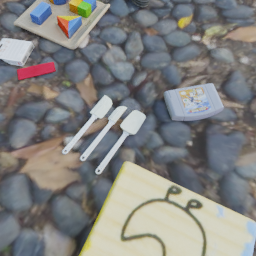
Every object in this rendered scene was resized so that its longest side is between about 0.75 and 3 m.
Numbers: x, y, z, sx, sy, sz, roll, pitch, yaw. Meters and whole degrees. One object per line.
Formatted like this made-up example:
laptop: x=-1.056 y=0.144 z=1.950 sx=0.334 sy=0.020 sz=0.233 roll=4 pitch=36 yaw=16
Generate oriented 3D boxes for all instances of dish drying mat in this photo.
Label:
dish drying mat: x=-2.654 y=-1.659 z=8.128 sx=1.071 sy=0.097 sz=0.411 roll=-16 pitch=61 yaw=-8

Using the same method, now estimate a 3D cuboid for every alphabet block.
alphabet block: x=0.413 y=2.172 z=4.612 sx=2.197 sy=2.158 sz=2.146 roll=24 pitch=61 yaw=4

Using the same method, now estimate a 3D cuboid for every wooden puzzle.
wooden puzzle: x=-2.139 y=-3.795 z=9.069 sx=2.452 sy=0.568 sz=2.271 roll=23 pitch=63 yaw=13

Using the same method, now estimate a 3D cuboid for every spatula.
spatula: x=-0.600 y=0.124 z=7.077 sx=1.392 sy=0.161 sz=2.002 roll=29 pitch=64 yaw=15

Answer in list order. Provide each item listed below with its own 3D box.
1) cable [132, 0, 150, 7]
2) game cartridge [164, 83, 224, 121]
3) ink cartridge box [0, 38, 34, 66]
cable: x=0.023 y=-5.383 z=10.149 sx=1.434 sy=0.743 sz=2.952 roll=-25 pitch=75 yaw=-32
game cartridge: x=1.762 y=-0.671 z=7.473 sx=1.434 sy=0.298 sz=0.955 roll=-11 pitch=57 yaw=-6
ink cartridge box: x=-3.472 y=-2.286 z=8.434 sx=1.031 sy=0.258 sz=0.836 roll=10 pitch=61 yaw=14
